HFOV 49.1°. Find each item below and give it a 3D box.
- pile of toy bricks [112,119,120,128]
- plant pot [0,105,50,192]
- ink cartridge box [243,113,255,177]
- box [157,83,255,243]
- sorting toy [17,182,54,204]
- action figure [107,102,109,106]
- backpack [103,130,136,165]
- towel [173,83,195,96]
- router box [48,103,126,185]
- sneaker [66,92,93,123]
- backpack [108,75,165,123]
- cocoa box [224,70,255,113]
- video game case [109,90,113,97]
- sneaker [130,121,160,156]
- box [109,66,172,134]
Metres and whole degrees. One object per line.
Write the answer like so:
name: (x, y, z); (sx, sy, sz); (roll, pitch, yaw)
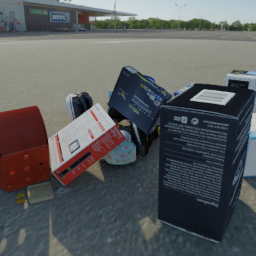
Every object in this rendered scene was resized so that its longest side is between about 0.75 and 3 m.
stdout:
pile of toy bricks: (-0.493, 0.092, 11.019); (0.675, 0.758, 1.367); (24, 0, -15)
plant pot: (-3.196, 0.701, 8.131); (1.892, 1.894, 1.669); (-15, 40, -32)
ink cartridge box: (3.962, 0.426, 9.118); (1.384, 1.348, 2.153); (-3, 24, -6)
box: (1.822, 0.659, 6.516); (1.535, 2.942, 2.177); (12, 25, 28)
sorting toy: (-2.508, 1.781, 7.545); (0.923, 0.124, 0.688); (-10, 29, -21)
action figure: (-0.427, -1.060, 13.776); (0.983, 0.524, 1.510); (-27, 31, -36)
backpack: (-0.331, 0.638, 9.145); (1.138, 0.992, 1.294); (-4, 26, -24)
towel: (4.111, -2.101, 16.469); (1.930, 0.313, 2.627); (20, 32, 35)
router box: (-1.401, 0.363, 8.769); (2.192, 0.597, 2.443); (-37, 26, -2)
sneaker: (-2.194, -1.068, 12.932); (1.148, 1.134, 2.892); (-8, 22, -5)
backpack: (0.434, -1.128, 11.781); (2.305, 1.864, 2.420); (16, -20, -7)
cocoa box: (6.159, -1.694, 13.520); (2.707, 1.805, 1.776); (13, 26, 28)
video game case: (0.083, -1.976, 16.008); (1.792, 0.407, 1.624); (16, 28, 33)
sneaker: (0.723, 0.156, 10.265); (1.217, 0.946, 2.705); (-4, 21, -3)
box: (0.342, -0.909, 9.010); (1.827, 1.441, 0.466); (40, 37, 20)
